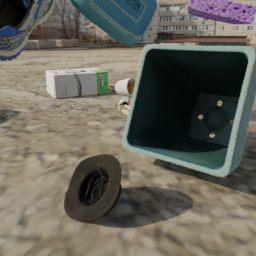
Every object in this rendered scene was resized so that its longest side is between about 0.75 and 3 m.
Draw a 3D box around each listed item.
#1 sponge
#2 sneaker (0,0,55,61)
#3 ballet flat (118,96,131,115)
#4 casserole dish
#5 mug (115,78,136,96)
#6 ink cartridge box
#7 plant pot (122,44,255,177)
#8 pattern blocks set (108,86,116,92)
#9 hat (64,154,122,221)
[{"bbox_3d":[2.505,-3.307,7.910,1.609,0.430,2.884,16,22,6],"label":"sponge"},{"bbox_3d":[-2.257,-2.744,6.136,1.010,2.622,1.117,21,-23,-14],"label":"sneaker"},{"bbox_3d":[-0.001,-0.712,9.515,0.564,0.548,1.584,-27,27,-15],"label":"ballet flat"},{"bbox_3d":[-0.228,-3.393,7.385,2.856,1.730,0.554,26,1,-41],"label":"casserole dish"},{"bbox_3d":[-0.080,-1.704,12.293,0.805,0.980,0.785,3,50,37],"label":"mug"},{"bbox_3d":[-2.313,-2.083,12.621,2.429,1.021,1.772,-9,21,-25],"label":"ink cartridge box"},{"bbox_3d":[1.538,-0.334,5.901,2.158,2.153,2.199,13,2,34],"label":"plant pot"},{"bbox_3d":[-0.712,-1.867,13.441,1.053,0.097,1.198,-5,19,-14],"label":"pattern blocks set"},{"bbox_3d":[-0.433,0.958,4.352,0.474,1.176,1.176,37,-9,-40],"label":"hat"}]
